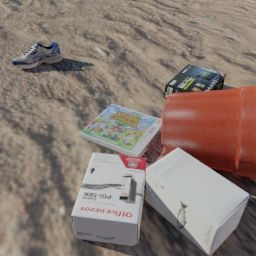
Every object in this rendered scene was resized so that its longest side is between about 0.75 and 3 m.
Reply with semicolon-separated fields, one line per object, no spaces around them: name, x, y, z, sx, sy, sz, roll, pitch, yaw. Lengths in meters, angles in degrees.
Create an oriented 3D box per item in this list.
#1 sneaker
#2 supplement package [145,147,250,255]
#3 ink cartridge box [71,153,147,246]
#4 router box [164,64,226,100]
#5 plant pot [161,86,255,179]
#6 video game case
sneaker;-4.509;-3.671;13.743;2.484;1.058;0.957;-21;42;-24
supplement package;1.544;1.672;6.719;1.228;1.224;2.093;-28;46;-31
ink cartridge box;-0.373;1.670;6.997;1.534;0.866;2.090;5;38;5
router box;2.770;-1.709;11.485;1.733;0.718;2.312;22;43;25
plant pot;2.390;0.029;7.936;2.611;2.685;2.685;3;37;17
video game case;-0.142;0.017;9.643;2.280;0.251;2.075;19;41;23
